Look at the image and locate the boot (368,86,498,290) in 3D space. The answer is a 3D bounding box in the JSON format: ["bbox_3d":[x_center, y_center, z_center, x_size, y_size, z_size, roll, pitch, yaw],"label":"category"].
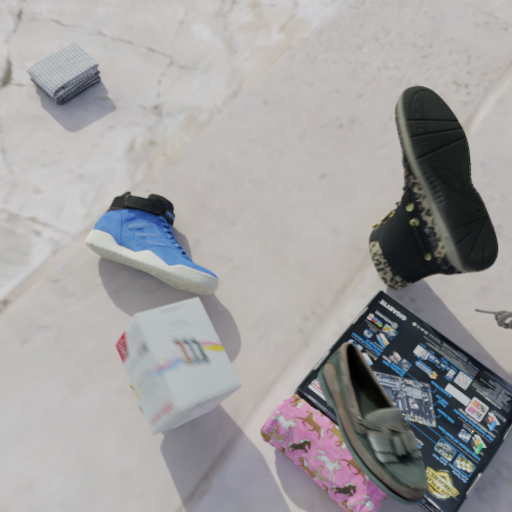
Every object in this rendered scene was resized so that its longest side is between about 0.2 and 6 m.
[{"bbox_3d":[2.259,-0.857,8.302,0.981,2.053,2.718,-12,80,-22],"label":"boot"}]

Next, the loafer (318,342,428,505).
[{"bbox_3d":[1.251,1.723,6.085,0.684,0.599,1.904,6,30,-28],"label":"loafer"}]

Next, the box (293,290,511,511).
[{"bbox_3d":[2.175,2.032,7.987,2.605,0.599,2.071,37,68,18],"label":"box"}]

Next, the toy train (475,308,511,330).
[{"bbox_3d":[4.317,1.556,8.144,2.306,0.976,1.334,6,75,3],"label":"toy train"}]

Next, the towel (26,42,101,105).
[{"bbox_3d":[-3.776,-3.609,11.116,1.174,0.502,0.972,-40,67,-17],"label":"towel"}]

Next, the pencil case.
[{"bbox_3d":[0.942,2.706,7.522,1.843,0.797,0.763,37,61,18],"label":"pencil case"}]

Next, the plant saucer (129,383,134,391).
[{"bbox_3d":[-1.370,1.890,8.099,0.718,0.174,0.718,-43,81,-4],"label":"plant saucer"}]

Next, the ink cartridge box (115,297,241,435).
[{"bbox_3d":[-1.071,1.470,7.522,1.007,1.012,1.393,-12,66,-38],"label":"ink cartridge box"}]

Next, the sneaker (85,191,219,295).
[{"bbox_3d":[-1.488,-0.311,9.084,2.343,0.899,1.303,20,72,18],"label":"sneaker"}]
